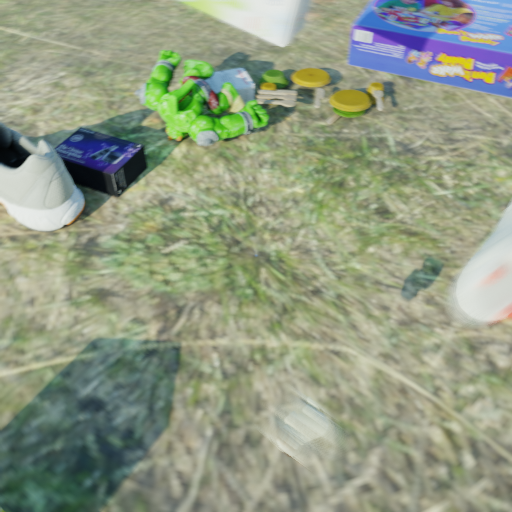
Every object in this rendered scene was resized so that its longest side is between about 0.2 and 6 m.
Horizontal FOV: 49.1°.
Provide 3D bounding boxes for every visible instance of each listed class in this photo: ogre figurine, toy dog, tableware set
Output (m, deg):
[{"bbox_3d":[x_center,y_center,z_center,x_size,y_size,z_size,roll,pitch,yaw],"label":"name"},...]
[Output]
[{"bbox_3d":[-1.224,-3.057,11.012,2.600,1.275,1.559,48,56,-5],"label":"ogre figurine"},{"bbox_3d":[0.411,1.610,5.102,0.491,0.343,0.476,-31,19,-10],"label":"toy dog"},{"bbox_3d":[1.382,-3.515,12.186,2.787,0.428,1.877,4,43,5],"label":"tableware set"}]

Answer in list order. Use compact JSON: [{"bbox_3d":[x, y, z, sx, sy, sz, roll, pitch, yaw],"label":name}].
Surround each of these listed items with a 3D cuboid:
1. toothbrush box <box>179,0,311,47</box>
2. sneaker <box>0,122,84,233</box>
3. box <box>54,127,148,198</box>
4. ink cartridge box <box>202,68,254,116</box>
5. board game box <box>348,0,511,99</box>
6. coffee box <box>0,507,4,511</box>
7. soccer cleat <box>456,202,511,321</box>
[{"bbox_3d":[-0.117,-3.492,6.787,1.623,1.182,0.699,27,51,8],"label":"toothbrush box"},{"bbox_3d":[-4.595,-1.649,9.480,3.505,1.612,1.327,13,47,13],"label":"sneaker"},{"bbox_3d":[-2.901,-1.746,10.321,1.441,0.568,1.017,18,46,17],"label":"box"},{"bbox_3d":[-0.745,-3.553,12.088,1.231,0.517,0.896,-13,47,-13],"label":"ink cartridge box"},{"bbox_3d":[4.833,-5.228,13.364,4.502,1.008,3.027,18,48,17],"label":"board game box"},{"bbox_3d":[-3.238,2.948,5.234,1.294,1.281,1.296,2,46,2],"label":"coffee box"},{"bbox_3d":[2.812,-0.137,5.825,2.350,0.814,0.912,-36,22,-18],"label":"soccer cleat"}]
